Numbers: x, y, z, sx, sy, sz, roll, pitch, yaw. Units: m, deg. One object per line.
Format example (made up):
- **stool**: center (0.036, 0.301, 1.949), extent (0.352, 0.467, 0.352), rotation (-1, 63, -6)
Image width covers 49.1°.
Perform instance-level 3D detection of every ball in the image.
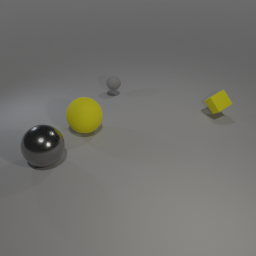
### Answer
- **ball**: center (-0.705, -2.201, 13.746), extent (0.700, 0.700, 0.700), rotation (0, 32, 0)
- **ball**: center (-2.806, 0.583, 9.260), extent (1.400, 1.400, 1.400), rotation (0, 32, 0)
- **ball**: center (-1.694, -0.493, 10.884), extent (1.400, 1.400, 1.400), rotation (0, 32, 0)

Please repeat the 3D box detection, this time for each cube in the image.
- **cube**: center (3.854, -1.100, 11.966), extent (0.700, 0.700, 0.700), rotation (-31, -1, -8)
